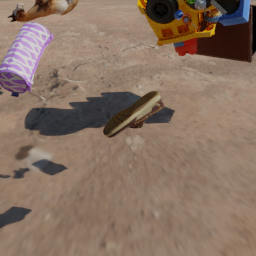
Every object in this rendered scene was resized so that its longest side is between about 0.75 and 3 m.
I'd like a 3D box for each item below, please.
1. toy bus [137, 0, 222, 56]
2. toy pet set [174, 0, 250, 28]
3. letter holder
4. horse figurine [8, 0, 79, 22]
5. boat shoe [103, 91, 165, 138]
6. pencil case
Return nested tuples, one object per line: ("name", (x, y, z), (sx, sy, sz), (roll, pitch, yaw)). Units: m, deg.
("toy bus", (1.629, -2.910, 7.208), (2.198, 2.110, 1.491), (-4, 45, 31))
("toy pet set", (1.548, -1.977, 4.558), (0.625, 1.176, 1.098), (53, 30, 18))
("letter holder", (2.635, -3.179, 8.231), (2.504, 1.780, 1.259), (21, 58, 39))
("horse figurine", (-2.053, -3.979, 8.423), (0.715, 1.897, 2.863), (47, 39, -8))
("boat shoe", (0.111, -0.132, 4.185), (1.024, 0.369, 0.369), (-38, 29, -9))
("pencil case", (-2.088, -1.453, 5.735), (0.690, 0.677, 1.613), (8, 59, 0))
